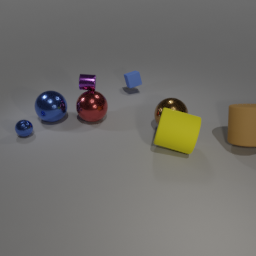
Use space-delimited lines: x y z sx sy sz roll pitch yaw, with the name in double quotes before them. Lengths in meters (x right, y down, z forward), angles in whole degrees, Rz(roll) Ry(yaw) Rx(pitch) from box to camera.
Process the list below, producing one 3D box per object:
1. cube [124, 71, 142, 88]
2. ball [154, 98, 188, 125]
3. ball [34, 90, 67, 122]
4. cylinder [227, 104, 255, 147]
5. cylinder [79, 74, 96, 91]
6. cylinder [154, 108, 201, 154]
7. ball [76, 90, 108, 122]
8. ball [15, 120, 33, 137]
"cube" 0.260 -2.589 14.893 0.700 0.700 0.700 -20 21 -9
"ball" 1.793 -0.562 11.641 1.400 1.400 1.400 0 31 0
"ball" -3.379 -0.948 12.324 1.400 1.400 1.400 0 31 0
"cylinder" 4.436 -0.143 10.337 1.400 1.400 1.400 -1 10 0
"cylinder" -1.776 -2.011 12.346 0.700 0.700 0.700 3 31 -4
"cylinder" 1.793 0.100 10.243 1.400 1.400 1.400 16 33 6
"ball" -1.586 -0.955 12.346 1.400 1.400 1.400 0 31 0
"ball" -4.227 0.005 11.390 0.700 0.700 0.700 0 31 0
